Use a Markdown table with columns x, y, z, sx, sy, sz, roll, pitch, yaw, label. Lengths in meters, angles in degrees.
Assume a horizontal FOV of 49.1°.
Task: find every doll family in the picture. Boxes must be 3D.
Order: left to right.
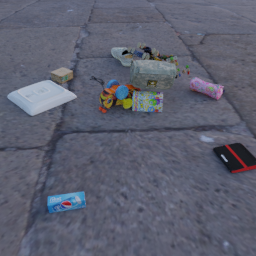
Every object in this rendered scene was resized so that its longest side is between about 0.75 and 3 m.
| x | y | z | sx | sy | sz | roll | pitch | yaw | label |
| --- | --- | --- | --- | --- | --- | --- | --- | --- | --- |
| 1.175 | -3.951 | 15.273 | 1.473 | 1.000 | 2.549 | 4 | 30 | -49 | doll family |

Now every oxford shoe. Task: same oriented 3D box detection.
| x | y | z | sx | sy | sz | roll | pitch | yaw | label |
| --- | --- | --- | --- | --- | --- | --- | --- | --- | --- |
| -0.287 | -4.367 | 16.362 | 0.987 | 0.758 | 2.624 | -14 | 35 | -14 | oxford shoe |

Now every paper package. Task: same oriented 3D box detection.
| x | y | z | sx | sy | sz | roll | pitch | yaw | label |
| --- | --- | --- | --- | --- | --- | --- | --- | --- | --- |
| -3.335 | -2.671 | 14.177 | 0.816 | 0.443 | 0.856 | 23 | 40 | 29 | paper package |

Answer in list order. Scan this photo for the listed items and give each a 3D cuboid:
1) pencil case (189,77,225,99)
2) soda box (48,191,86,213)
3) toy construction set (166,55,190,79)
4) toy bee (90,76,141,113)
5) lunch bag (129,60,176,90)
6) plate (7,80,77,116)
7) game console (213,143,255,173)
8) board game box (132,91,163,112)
| x | y | z | sx | sy | sz | roll | pitch | yaw | label |
| --- | --- | --- | --- | --- | --- | --- | --- | --- | --- |
| 3.576 | -1.832 | 12.779 | 1.534 | 0.670 | 0.670 | 27 | 43 | 35 | pencil case |
| -1.651 | 2.001 | 7.566 | 0.975 | 0.313 | 0.331 | -7 | 35 | -9 | soda box |
| 2.184 | -2.760 | 12.558 | 1.194 | 0.917 | 0.996 | 11 | 78 | 12 | toy construction set |
| -0.684 | -1.330 | 11.761 | 2.530 | 1.375 | 1.656 | 13 | 22 | -27 | toy bee |
| 0.960 | -2.207 | 11.530 | 1.675 | 1.201 | 2.043 | 4 | 10 | -4 | lunch bag |
| -3.891 | -1.516 | 12.581 | 2.318 | 0.375 | 2.313 | -29 | 45 | -35 | plate |
| 3.556 | 0.960 | 9.217 | 1.084 | 0.190 | 1.226 | -12 | 36 | -10 | game console |
| 0.826 | -1.121 | 11.768 | 1.249 | 0.643 | 0.655 | 3 | 35 | 4 | board game box |
